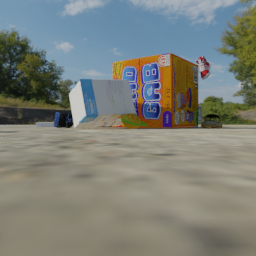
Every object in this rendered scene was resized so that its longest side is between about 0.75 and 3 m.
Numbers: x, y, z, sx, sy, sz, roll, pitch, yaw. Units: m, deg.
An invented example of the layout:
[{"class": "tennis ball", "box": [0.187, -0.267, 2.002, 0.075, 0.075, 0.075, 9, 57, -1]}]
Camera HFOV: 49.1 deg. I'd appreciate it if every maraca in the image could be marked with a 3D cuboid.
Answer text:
[{"class": "maraca", "box": [0.198, -0.215, 9.362, 0.949, 0.507, 0.650, 9, 20, -34]}]

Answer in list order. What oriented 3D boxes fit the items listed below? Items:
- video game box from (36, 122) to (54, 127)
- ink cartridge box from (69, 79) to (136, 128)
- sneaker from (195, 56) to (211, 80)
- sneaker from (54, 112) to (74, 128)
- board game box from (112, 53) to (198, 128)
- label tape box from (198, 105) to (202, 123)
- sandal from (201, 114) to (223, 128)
[{"class": "video game box", "box": [-4.179, -0.179, 14.782, 1.062, 0.273, 1.166, -3, 1, -2]}, {"class": "ink cartridge box", "box": [-0.803, -0.855, 9.897, 2.117, 1.326, 1.361, -4, -15, -28]}, {"class": "sneaker", "box": [2.693, -2.206, 10.125, 0.371, 0.586, 1.042, -28, 26, 36]}, {"class": "sneaker", "box": [-2.689, -0.296, 11.843, 0.784, 0.705, 2.011, 11, 0, -13]}, {"class": "board game box", "box": [1.190, -1.353, 11.652, 2.675, 2.677, 2.674, 1, 1, 34]}, {"class": "label tape box", "box": [2.311, -0.554, 14.310, 2.633, 0.870, 1.886, -4, -1, 6]}, {"class": "sandal", "box": [3.343, -0.288, 11.198, 0.863, 0.580, 2.147, 0, 1, 17]}]
